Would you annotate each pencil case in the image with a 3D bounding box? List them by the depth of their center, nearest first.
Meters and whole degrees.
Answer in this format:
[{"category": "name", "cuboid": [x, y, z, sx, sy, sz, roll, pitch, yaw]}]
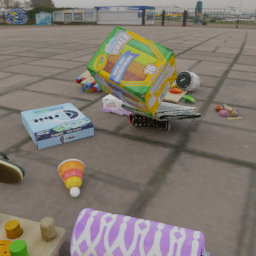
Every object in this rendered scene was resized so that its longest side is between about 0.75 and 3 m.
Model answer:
[{"category": "pencil case", "cuboid": [0.184, 2.284, 5.288, 2.588, 1.086, 1.107, 7, 65, 17]}]

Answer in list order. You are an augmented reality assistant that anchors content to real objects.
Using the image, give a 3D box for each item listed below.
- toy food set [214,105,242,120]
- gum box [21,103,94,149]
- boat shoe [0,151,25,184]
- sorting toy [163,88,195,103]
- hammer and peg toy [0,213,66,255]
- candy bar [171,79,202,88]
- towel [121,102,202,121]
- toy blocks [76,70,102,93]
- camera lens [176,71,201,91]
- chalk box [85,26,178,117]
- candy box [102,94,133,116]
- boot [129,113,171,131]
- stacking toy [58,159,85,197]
[{"category": "toy food set", "cuboid": [4.411, -0.792, 12.588, 0.976, 0.242, 1.535, -6, 26, -13]}, {"category": "gum box", "cuboid": [-2.802, -0.181, 10.940, 2.120, 0.556, 2.496, -14, 29, -28]}, {"category": "boat shoe", "cuboid": [-3.832, 1.011, 8.141, 2.225, 0.815, 0.721, 10, 32, 21]}, {"category": "sorting toy", "cuboid": [2.374, -1.764, 14.480, 2.526, 0.372, 1.867, 13, 28, 26]}, {"category": "hammer and peg toy", "cuboid": [-2.578, 2.530, 4.744, 2.035, 0.975, 2.766, 8, 27, 16]}, {"category": "candy bar", "cuboid": [3.150, -2.555, 16.063, 2.850, 0.316, 0.711, -15, 23, -34]}, {"category": "towel", "cuboid": [1.298, -0.734, 10.864, 2.344, 0.420, 2.435, -3, 16, -37]}, {"category": "toy blocks", "cuboid": [-1.985, -2.473, 15.435, 2.180, 1.089, 1.490, 19, 43, 25]}, {"category": "camera lens", "cuboid": [3.234, -2.505, 15.047, 0.989, 0.989, 1.236, 21, 13, 37]}, {"category": "chalk box", "cuboid": [-0.056, -1.934, 9.082, 2.801, 1.743, 1.734, 30, -9, 20]}, {"category": "candy box", "cuboid": [-0.071, -1.242, 13.040, 1.559, 0.665, 1.858, 13, 28, 25]}, {"category": "boot", "cuboid": [0.833, -0.234, 10.955, 1.257, 0.601, 1.664, -4, 19, -17]}, {"category": "stacking toy", "cuboid": [-1.493, 1.419, 7.619, 0.751, 0.751, 1.028, -7, 41, -14]}]
